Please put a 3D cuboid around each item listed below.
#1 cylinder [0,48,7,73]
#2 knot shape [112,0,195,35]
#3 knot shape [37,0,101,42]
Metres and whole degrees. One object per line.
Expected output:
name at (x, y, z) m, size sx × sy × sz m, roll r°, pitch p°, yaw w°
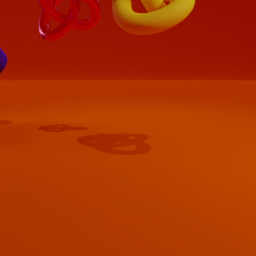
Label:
cylinder at (-4.028, -2.022, 7.540) m, size 1.075 × 1.075 × 1.075 m, roll 2°, pitch -26°, yaw 13°
knot shape at (0.209, -2.395, 4.623) m, size 1.830 × 0.904 × 1.956 m, roll 34°, pitch 44°, yaw -7°
knot shape at (-1.474, -2.808, 6.247) m, size 1.567 × 1.466 × 0.724 m, roll -20°, pitch 14°, yaw 8°
